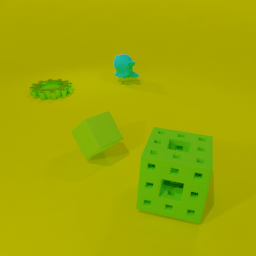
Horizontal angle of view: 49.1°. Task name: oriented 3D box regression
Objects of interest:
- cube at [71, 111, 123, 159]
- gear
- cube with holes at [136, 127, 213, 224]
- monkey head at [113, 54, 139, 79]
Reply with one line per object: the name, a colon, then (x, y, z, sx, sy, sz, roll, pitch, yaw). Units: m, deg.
cube: (-0.725, 0.162, 6.558, 0.751, 0.751, 0.751, -24, -7, -41)
gear: (-2.905, -1.487, 10.674, 1.560, 0.288, 1.560, 0, 28, 0)
cube with holes: (0.897, 0.831, 5.310, 1.172, 1.172, 1.172, 10, 27, 12)
monkey head: (-0.028, -2.512, 11.453, 1.122, 0.940, 1.560, 1, 22, -27)
